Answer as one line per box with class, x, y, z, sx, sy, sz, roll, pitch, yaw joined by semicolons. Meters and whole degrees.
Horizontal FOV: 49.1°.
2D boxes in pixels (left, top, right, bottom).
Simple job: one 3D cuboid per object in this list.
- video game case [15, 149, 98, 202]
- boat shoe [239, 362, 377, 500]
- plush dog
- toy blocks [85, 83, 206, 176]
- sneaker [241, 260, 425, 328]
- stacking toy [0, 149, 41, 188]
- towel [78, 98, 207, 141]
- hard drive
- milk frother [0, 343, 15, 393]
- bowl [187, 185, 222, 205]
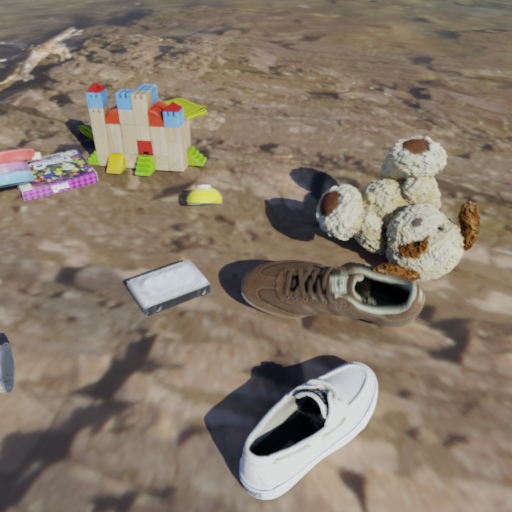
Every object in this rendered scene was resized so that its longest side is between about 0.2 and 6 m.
video game case;-4.707;-1.896;12.920;1.679;0.301;1.522;-20;40;-25
boat shoe;0.729;1.991;7.144;2.465;0.810;0.887;-27;44;-32
plush dog;2.686;-0.489;10.106;2.590;2.078;2.224;-34;58;-1
toy blocks;-2.689;-3.065;13.048;2.853;1.950;1.426;6;34;10
sneaker;1.172;0.449;8.765;2.869;1.084;1.011;6;69;5
stacking toy;-5.772;-1.623;12.201;2.270;0.959;2.055;-11;9;2
towel;-3.102;-3.817;15.561;3.380;0.305;1.455;-29;46;-34
hard drive;-1.510;0.528;9.661;1.216;0.230;0.850;-20;40;-24
milk frother;-4.051;1.316;7.764;1.130;1.201;1.084;-7;33;-10
bowl;-1.088;-1.277;11.713;0.730;0.393;0.730;-2;3;0
